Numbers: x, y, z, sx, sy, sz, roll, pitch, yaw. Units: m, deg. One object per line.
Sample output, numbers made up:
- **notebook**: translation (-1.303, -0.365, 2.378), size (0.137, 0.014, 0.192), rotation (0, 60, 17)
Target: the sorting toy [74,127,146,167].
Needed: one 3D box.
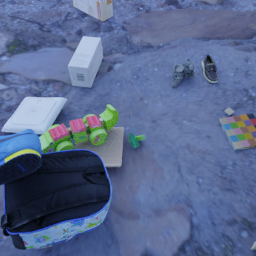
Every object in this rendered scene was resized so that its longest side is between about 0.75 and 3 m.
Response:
- **sorting toy**: translation (-0.585, 0.628, 9.120), size (2.302, 0.339, 1.701), rotation (0, 47, 4)

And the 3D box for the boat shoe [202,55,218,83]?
- **boat shoe**: translation (3.340, -2.435, 11.434), size (0.518, 0.459, 1.415), rotation (-6, 52, -5)

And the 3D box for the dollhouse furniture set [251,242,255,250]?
- **dollhouse furniture set**: translation (3.827, 3.292, 6.757), size (1.519, 0.783, 1.503), rotation (33, 59, 23)

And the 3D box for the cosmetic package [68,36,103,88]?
- **cosmetic package**: translation (-1.641, -2.674, 11.250), size (0.830, 1.052, 1.956), rotation (7, 51, 8)

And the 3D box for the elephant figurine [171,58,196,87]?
- **elephant figurine**: translation (2.092, -2.208, 11.162), size (1.089, 0.770, 0.845), rotation (-18, 24, 6)

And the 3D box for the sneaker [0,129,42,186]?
- **sneaker**: translation (-3.311, 0.811, 6.383), size (2.732, 0.901, 1.071), rotation (-22, 53, -8)

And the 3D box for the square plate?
- **square plate**: translation (-3.284, -0.531, 9.805), size (1.812, 0.258, 1.795), rotation (3, 47, 18)

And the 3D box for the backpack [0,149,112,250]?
- **backpack**: translation (-1.737, 1.756, 7.261), size (2.517, 1.850, 2.303), rotation (-10, 51, -12)

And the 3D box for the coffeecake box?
- **coffeecake box**: translation (-1.812, -6.553, 13.870), size (2.184, 1.677, 0.798), rotation (35, 60, 24)

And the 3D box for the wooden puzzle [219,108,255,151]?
- **wooden puzzle**: translation (3.997, 0.126, 9.629), size (1.307, 0.155, 2.204), rotation (-10, 53, -8)

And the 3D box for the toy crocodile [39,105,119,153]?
- **toy crocodile**: translation (-1.634, 0.121, 8.792), size (2.917, 0.901, 0.985), rotation (-20, 52, -16)
